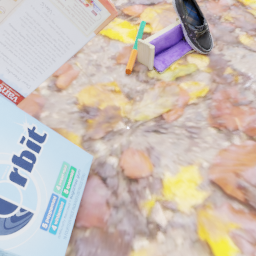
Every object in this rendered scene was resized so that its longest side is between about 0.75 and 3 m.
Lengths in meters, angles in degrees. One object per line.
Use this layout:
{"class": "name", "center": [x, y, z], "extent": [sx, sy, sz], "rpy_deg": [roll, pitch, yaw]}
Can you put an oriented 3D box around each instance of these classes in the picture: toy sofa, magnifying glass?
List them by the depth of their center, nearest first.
{"class": "toy sofa", "center": [1.317, -2.670, 8.937], "extent": [2.037, 0.844, 0.994], "rpy_deg": [-37, 58, -26]}
{"class": "magnifying glass", "center": [0.251, -2.610, 9.016], "extent": [0.236, 0.838, 2.104], "rpy_deg": [15, 62, -3]}

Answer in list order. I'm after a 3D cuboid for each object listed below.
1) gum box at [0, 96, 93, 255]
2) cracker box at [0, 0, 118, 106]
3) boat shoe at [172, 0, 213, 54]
{"class": "gum box", "center": [-2.123, 0.878, 4.989], "extent": [0.629, 2.825, 2.400], "rpy_deg": [-26, 38, 38]}
{"class": "cracker box", "center": [-1.834, -1.892, 4.948], "extent": [2.789, 1.868, 0.804], "rpy_deg": [-37, 34, 14]}
{"class": "boat shoe", "center": [2.108, -3.202, 8.607], "extent": [0.761, 2.177, 0.721], "rpy_deg": [-32, 25, 2]}
